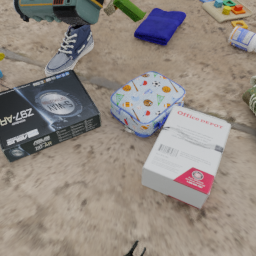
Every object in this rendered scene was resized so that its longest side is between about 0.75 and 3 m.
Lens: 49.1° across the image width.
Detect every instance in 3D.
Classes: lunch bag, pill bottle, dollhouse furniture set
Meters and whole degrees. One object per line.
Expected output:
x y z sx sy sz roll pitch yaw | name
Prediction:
0.583 -0.690 8.083 1.674 0.790 2.090 38 60 23 | lunch bag
4.301 -3.153 10.102 1.159 0.649 0.649 33 59 23 | pill bottle
0.046 -3.082 6.724 0.697 1.389 0.910 31 89 -23 | dollhouse furniture set

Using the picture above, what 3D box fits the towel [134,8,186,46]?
1.260 -3.945 10.892 1.456 0.489 1.972 18 54 22 | towel

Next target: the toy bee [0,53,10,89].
-4.391 -1.942 8.823 2.159 1.174 1.413 19 54 15 | toy bee

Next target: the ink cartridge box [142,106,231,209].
1.456 0.634 6.940 1.545 0.887 2.128 21 54 16 | ink cartridge box

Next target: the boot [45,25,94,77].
-2.041 -2.762 9.506 0.879 1.091 2.415 21 55 16 | boot

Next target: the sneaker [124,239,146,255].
-0.214 2.813 5.312 1.418 0.740 0.426 -37 60 -26 | sneaker

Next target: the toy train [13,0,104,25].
-1.788 -3.460 7.002 2.877 1.226 1.640 13 92 29 | toy train

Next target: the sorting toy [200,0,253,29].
4.203 -5.087 11.800 1.613 0.390 2.864 -18 54 -14 | sorting toy

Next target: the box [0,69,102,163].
-2.407 -0.468 8.014 2.686 0.585 2.152 -22 55 -16 | box

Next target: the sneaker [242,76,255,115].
3.847 -0.646 8.047 1.157 0.864 2.578 17 51 20 | sneaker
